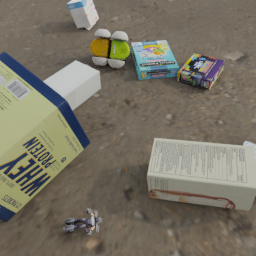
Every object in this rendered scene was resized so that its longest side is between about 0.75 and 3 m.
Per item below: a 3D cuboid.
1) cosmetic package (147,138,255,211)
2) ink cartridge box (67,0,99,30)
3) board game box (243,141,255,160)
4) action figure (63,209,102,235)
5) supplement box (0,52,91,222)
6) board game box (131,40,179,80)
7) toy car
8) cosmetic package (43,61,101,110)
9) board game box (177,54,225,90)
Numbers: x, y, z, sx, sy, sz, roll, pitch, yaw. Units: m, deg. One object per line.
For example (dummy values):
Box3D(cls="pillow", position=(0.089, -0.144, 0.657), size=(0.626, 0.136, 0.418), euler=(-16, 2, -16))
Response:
Box3D(cls="cosmetic package", position=(1.837, 1.156, 7.181), size=(2.527, 1.103, 1.306), euler=(5, 47, 14))
Box3D(cls="ink cartridge box", position=(-2.142, -5.592, 13.664), size=(0.881, 1.407, 0.904), euler=(4, 44, 29))
Box3D(cls="board game box", position=(3.890, 1.270, 7.863), size=(1.678, 0.217, 1.679), euler=(23, 50, 21))
Box3D(cls="action figure", position=(-1.053, 2.275, 6.711), size=(0.926, 0.321, 0.602), euler=(-11, 47, 2))
Box3D(cls="supplement box", position=(-3.203, 0.130, 7.292), size=(2.955, 1.984, 2.952), euler=(36, 71, 29))
Box3D(cls="board game box", position=(1.056, -2.860, 11.598), size=(1.564, 0.486, 2.072), euler=(-7, 47, -6))
Box3D(cls="toy car", position=(-0.678, -3.244, 11.587), size=(1.631, 1.427, 1.223), euler=(10, 11, 10))
Box3D(cls="cosmetic package", position=(-2.117, -1.396, 9.949), size=(1.235, 0.888, 2.189), euler=(31, 52, 25))
Box3D(cls="board game box", position=(2.865, -2.249, 10.980), size=(1.324, 0.454, 1.602), euler=(20, 49, 25))
